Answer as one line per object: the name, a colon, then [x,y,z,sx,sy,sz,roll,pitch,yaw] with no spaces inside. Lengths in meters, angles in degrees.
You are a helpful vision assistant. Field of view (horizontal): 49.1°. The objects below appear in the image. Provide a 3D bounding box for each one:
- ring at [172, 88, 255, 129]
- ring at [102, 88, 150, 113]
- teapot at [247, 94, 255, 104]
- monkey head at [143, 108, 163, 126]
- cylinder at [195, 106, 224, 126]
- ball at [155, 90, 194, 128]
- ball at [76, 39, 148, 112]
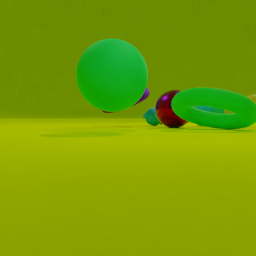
ring: [2.045,-0.425,6.707,2.020,0.404,2.020,14,-12,3]
ring: [-0.098,-0.970,9.659,1.773,0.355,1.773,-21,13,5]
teapot: [4.352,-0.789,9.940,0.762,0.600,1.226,-1,-23,-46]
monkey head: [1.074,-0.551,10.511,0.806,0.962,1.337,15,-4,-16]
cylinder: [2.849,-0.463,9.912,0.792,0.792,0.792,-1,2,-35]
ball: [1.389,-0.569,8.411,1.144,1.144,1.144,0,2,0]
ball: [-0.298,-0.991,5.334,1.357,1.357,1.357,0,2,0]
